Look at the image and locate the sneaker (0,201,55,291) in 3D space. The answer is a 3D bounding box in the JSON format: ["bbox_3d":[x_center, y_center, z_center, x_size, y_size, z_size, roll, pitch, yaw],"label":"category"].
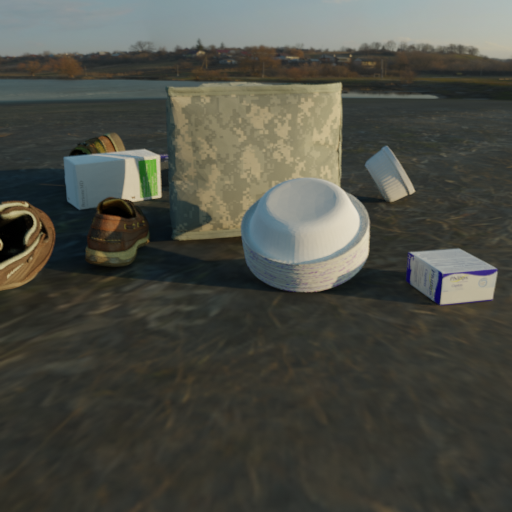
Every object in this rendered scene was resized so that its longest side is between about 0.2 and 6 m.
[{"bbox_3d":[-2.936,-0.170,6.870,1.103,1.028,2.919,-29,13,10],"label":"sneaker"}]

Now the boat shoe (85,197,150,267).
[{"bbox_3d":[-2.166,-0.547,9.008,0.856,0.803,2.378,5,17,-6],"label":"boat shoe"}]

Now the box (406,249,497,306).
[{"bbox_3d":[2.537,0.260,7.353,0.796,0.454,0.866,-4,19,-14],"label":"box"}]

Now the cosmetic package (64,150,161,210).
[{"bbox_3d":[-3.058,-1.662,11.996,1.865,1.004,0.791,-16,28,-33],"label":"cosmetic package"}]

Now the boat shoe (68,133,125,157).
[{"bbox_3d":[-4.016,-2.282,13.191,0.892,0.944,2.624,-29,8,-32],"label":"boat shoe"}]

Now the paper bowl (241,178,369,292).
[{"bbox_3d":[0.659,-0.399,7.672,1.752,0.911,1.752,-4,42,4],"label":"paper bowl"}]

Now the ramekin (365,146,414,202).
[{"bbox_3d":[2.813,-1.695,11.946,0.608,1.159,1.159,-32,15,12],"label":"ramekin"}]

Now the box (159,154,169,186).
[{"bbox_3d":[-2.722,-2.116,13.883,1.631,0.643,1.151,-6,23,-17],"label":"box"}]

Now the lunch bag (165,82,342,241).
[{"bbox_3d":[0.009,-1.712,9.785,3.091,2.535,1.818,-3,15,-7],"label":"lunch bag"}]
